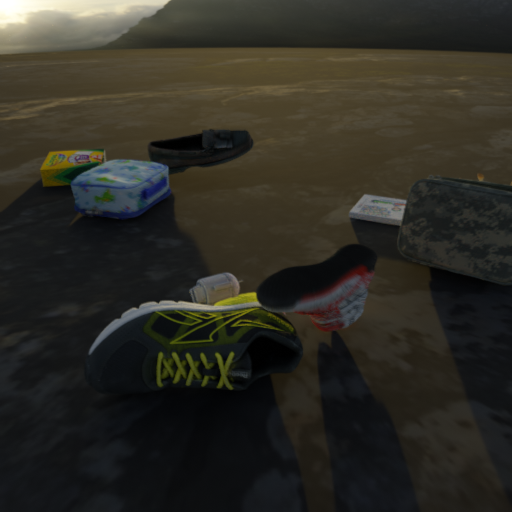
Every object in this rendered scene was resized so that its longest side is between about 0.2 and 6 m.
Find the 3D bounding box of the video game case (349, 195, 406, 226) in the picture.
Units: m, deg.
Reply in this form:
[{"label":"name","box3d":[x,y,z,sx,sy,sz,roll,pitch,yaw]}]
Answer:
[{"label":"video game case","box3d":[2.754,-0.961,11.745,1.324,0.157,1.205,12,28,22]}]

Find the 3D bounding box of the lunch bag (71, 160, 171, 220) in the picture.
[{"label":"lunch bag","box3d":[-2.825,-1.451,11.996,1.610,0.826,2.003,6,26,15]}]

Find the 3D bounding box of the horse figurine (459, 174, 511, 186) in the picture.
[{"label":"horse figurine","box3d":[4.344,-0.894,10.610,2.085,1.382,0.520,8,48,-1]}]

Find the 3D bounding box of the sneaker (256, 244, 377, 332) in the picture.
[{"label":"sneaker","box3d":[0.801,0.621,7.321,2.002,1.073,0.668,-22,40,-38]}]

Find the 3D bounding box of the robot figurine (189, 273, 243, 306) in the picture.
[{"label":"robot figurine","box3d":[-0.581,0.508,8.315,0.784,0.443,0.665,-14,-5,-27]}]

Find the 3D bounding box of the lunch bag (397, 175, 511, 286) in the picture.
[{"label":"lunch bag","box3d":[3.615,-0.524,9.433,2.151,1.499,1.804,15,13,28]}]

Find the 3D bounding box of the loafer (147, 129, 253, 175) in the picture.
[{"label":"loafer","box3d":[-1.411,-2.718,13.970,2.647,0.832,0.951,-15,42,4]}]

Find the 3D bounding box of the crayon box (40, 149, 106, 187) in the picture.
[{"label":"crayon box","box3d":[-4.546,-2.245,14.070,1.405,0.475,1.628,-5,26,-10]}]

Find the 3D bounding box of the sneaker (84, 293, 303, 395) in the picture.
[{"label":"sneaker","box3d":[-0.621,1.081,6.495,2.627,0.978,1.112,-13,28,-25]}]
